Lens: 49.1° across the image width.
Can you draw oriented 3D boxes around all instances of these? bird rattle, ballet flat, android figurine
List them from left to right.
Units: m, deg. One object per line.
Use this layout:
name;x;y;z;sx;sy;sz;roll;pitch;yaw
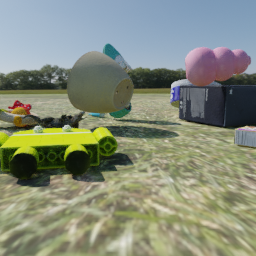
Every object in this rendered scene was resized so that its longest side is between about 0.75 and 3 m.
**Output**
bird rattle;-3.533;-0.337;8.871;1.558;1.076;1.911;17;2;24
android figurine;-1.323;0.293;4.940;2.179;0.491;2.393;-2;10;-12
ballet flat;-0.274;-1.833;10.544;1.027;2.919;0.983;-8;-4;34

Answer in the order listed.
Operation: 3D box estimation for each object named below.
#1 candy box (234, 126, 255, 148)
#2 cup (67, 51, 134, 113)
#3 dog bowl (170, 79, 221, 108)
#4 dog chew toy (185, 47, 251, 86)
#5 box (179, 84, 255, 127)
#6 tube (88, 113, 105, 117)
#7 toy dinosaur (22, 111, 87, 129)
candy box;2.968;0.218;5.783;1.292;0.365;0.754;9;12;40
cup;-0.638;-1.194;8.324;1.353;1.892;1.892;24;20;31
dog bowl;3.221;-1.501;13.237;2.401;0.946;2.401;7;-8;1
dog chew toy;2.556;-1.803;8.002;1.774;1.105;1.105;-5;7;11
box;3.299;-0.858;9.717;2.205;1.317;2.242;-4;10;-28
tube;-1.297;-0.571;11.636;0.384;0.250;0.991;4;0;-32
toy dinosaur;-1.991;-0.103;7.677;1.694;0.652;0.866;-6;-3;-3
